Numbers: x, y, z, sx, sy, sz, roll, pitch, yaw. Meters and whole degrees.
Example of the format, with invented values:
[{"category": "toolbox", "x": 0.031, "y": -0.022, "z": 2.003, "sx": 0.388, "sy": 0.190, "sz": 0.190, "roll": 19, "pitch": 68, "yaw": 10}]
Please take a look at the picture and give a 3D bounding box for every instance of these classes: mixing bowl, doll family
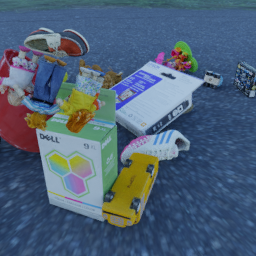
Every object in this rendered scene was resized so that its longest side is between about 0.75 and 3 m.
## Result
[{"category": "mixing bowl", "x": -2.539, "y": -0.446, "z": 7.471, "sx": 1.603, "sy": 2.959, "sz": 2.959, "roll": -42, "pitch": 34, "yaw": 8}, {"category": "doll family", "x": -1.048, "y": -0.462, "z": 4.198, "sx": 1.713, "sy": 1.063, "sz": 0.772, "roll": 13, "pitch": 14, "yaw": -28}]

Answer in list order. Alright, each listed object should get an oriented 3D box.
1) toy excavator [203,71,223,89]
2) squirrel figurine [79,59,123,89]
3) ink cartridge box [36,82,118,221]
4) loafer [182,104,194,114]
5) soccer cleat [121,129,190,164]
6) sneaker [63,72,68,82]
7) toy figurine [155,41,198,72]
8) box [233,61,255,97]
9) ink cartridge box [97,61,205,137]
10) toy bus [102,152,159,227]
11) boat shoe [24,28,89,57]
[{"category": "toy excavator", "x": 3.608, "y": -2.141, "z": 11.946, "sx": 1.178, "sy": 0.588, "sz": 1.145, "roll": -13, "pitch": 34, "yaw": -44}, {"category": "squirrel figurine", "x": -1.009, "y": -1.712, "z": 10.714, "sx": 1.687, "sy": 1.279, "sz": 1.807, "roll": 2, "pitch": 32, "yaw": -19}, {"category": "ink cartridge box", "x": -0.957, "y": 0.494, "z": 5.528, "sx": 1.341, "sy": 2.584, "sz": 0.766, "roll": 12, "pitch": 31, "yaw": 19}, {"category": "loafer", "x": 1.596, "y": -0.794, "z": 9.679, "sx": 1.454, "sy": 0.490, "sz": 0.553, "roll": -8, "pitch": 32, "yaw": -13}, {"category": "soccer cleat", "x": 0.767, "y": 0.547, "z": 7.286, "sx": 1.981, "sy": 0.692, "sz": 0.855, "roll": -20, "pitch": 37, "yaw": -30}, {"category": "sneaker", "x": -3.523, "y": -2.129, "z": 11.763, "sx": 1.865, "sy": 0.690, "sz": 0.767, "roll": -8, "pitch": 26, "yaw": -22}, {"category": "toy figurine", "x": 2.065, "y": -3.009, "z": 12.895, "sx": 1.590, "sy": 1.297, "sz": 1.727, "roll": -24, "pitch": 63, "yaw": -22}, {"category": "box", "x": 4.652, "y": -1.931, "z": 11.035, "sx": 0.298, "sy": 1.031, "sz": 1.297, "roll": -4, "pitch": 31, "yaw": -6}, {"category": "ink cartridge box", "x": 0.677, "y": -1.041, "z": 9.275, "sx": 2.709, "sy": 0.588, "sz": 2.684, "roll": -37, "pitch": 43, "yaw": -17}, {"category": "toy bus", "x": 0.111, "y": 1.285, "z": 5.969, "sx": 0.654, "sy": 0.787, "sz": 2.009, "roll": 11, "pitch": 33, "yaw": 15}, {"category": "boat shoe", "x": -2.458, "y": -2.851, "z": 9.562, "sx": 2.596, "sy": 0.924, "sz": 0.812, "roll": 20, "pitch": 50, "yaw": 29}]
